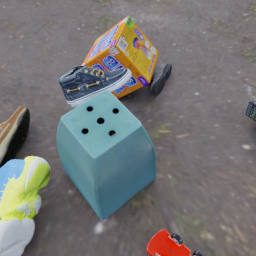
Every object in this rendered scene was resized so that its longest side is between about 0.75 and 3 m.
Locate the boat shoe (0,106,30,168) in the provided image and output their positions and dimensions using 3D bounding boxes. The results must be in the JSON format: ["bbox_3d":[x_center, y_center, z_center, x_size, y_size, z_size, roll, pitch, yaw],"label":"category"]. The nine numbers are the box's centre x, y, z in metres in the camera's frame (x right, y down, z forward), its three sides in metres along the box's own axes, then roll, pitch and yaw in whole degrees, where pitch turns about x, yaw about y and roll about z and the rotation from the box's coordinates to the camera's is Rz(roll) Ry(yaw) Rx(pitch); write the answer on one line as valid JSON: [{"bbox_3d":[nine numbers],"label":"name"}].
[{"bbox_3d":[-3.261,0.285,7.236,0.829,0.849,2.244,13,49,0],"label":"boat shoe"}]

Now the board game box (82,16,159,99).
[{"bbox_3d":[-0.209,-2.068,8.526,1.511,1.511,1.512,-21,37,40],"label":"board game box"}]

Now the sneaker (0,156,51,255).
[{"bbox_3d":[-2.534,1.691,5.869,1.248,0.899,2.375,6,61,28],"label":"sneaker"}]

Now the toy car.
[{"bbox_3d":[1.641,3.397,4.911,2.936,0.655,2.763,8,45,7],"label":"toy car"}]

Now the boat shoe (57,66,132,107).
[{"bbox_3d":[-0.703,-1.101,6.110,1.594,0.724,0.564,-28,31,-11],"label":"boat shoe"}]

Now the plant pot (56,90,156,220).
[{"bbox_3d":[-0.494,0.505,6.053,1.726,2.442,1.725,-35,64,-18],"label":"plant pot"}]

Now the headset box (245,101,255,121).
[{"bbox_3d":[3.846,-0.408,7.656,0.830,0.442,0.953,-6,31,-18],"label":"headset box"}]

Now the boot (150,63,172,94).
[{"bbox_3d":[0.764,-1.730,9.330,1.036,0.549,1.574,17,43,17],"label":"boot"}]
